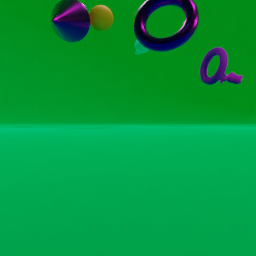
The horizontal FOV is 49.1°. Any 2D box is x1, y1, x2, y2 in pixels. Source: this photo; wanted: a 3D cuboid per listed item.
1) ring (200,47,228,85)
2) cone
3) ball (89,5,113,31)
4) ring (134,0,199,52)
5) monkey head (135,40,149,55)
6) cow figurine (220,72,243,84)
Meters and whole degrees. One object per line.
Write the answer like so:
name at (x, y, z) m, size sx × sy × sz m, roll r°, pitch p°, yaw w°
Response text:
ring at (3.532, -2.565, 11.626) m, size 0.313 × 1.565 × 1.565 m, roll 11°, pitch -3°, yaw -21°
cone at (-2.287, -3.717, 9.732) m, size 1.547 × 1.547 × 1.552 m, roll 0°, pitch 21°, yaw 12°
ball at (-1.054, -4.269, 10.908) m, size 0.951 × 0.951 × 0.951 m, roll 0°, pitch 1°, yaw 0°
ring at (1.036, -2.964, 7.778) m, size 1.834 × 1.834 × 0.367 m, roll 0°, pitch -15°, yaw 19°
monkey head at (0.750, -3.442, 11.695) m, size 0.901 × 0.755 × 1.253 m, roll 22°, pitch -10°, yaw -16°
cow figurine at (4.307, -2.074, 11.781) m, size 0.884 × 0.485 × 0.870 m, roll 28°, pitch 36°, yaw 30°
